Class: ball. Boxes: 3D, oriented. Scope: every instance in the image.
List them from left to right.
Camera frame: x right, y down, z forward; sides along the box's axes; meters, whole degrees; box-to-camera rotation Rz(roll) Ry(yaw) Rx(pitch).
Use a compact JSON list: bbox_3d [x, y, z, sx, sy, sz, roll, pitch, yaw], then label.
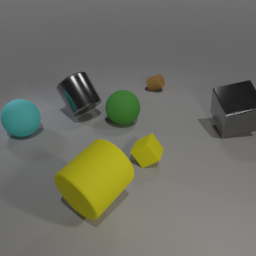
[{"bbox_3d":[-3.997,-0.375,10.476,1.400,1.400,1.400,0,29,0],"label":"ball"},{"bbox_3d":[-0.205,-0.830,11.285,1.400,1.400,1.400,0,29,0],"label":"ball"}]

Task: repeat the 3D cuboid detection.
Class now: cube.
[{"bbox_3d":[0.622,0.724,8.993,0.700,0.700,0.700,-29,15,30],"label":"cube"},{"bbox_3d":[3.990,-0.682,10.376,1.400,1.400,1.400,-12,53,3],"label":"cube"}]

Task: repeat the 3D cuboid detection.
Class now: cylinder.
[{"bbox_3d":[-2.028,-1.383,11.653,1.400,1.400,1.400,-30,-2,-1],"label":"cylinder"},{"bbox_3d":[-0.801,1.219,6.793,1.400,1.400,1.400,22,50,34],"label":"cylinder"},{"bbox_3d":[1.430,-2.356,14.490,0.700,0.700,0.700,-11,19,37],"label":"cylinder"}]
